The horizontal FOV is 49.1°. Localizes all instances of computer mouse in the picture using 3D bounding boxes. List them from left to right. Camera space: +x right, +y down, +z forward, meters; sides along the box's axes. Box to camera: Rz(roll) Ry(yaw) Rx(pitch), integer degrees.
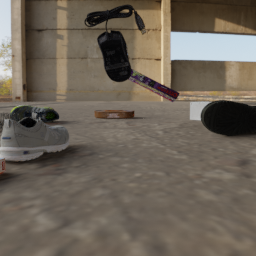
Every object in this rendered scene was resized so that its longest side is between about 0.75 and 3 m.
[{"bbox_3d":[-0.162,-2.662,8.762,1.669,2.376,0.547,-14,34,15],"label":"computer mouse"}]

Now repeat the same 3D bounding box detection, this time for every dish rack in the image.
[{"bbox_3d":[-5.293,-0.317,11.513,1.978,0.704,2.579,8,10,43],"label":"dish rack"}]

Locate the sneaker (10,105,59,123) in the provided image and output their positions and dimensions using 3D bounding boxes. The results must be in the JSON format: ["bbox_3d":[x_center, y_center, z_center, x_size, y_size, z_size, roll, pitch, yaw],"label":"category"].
[{"bbox_3d":[-4.464,-0.658,13.629,2.445,0.903,0.989,-9,14,-43],"label":"sneaker"}]

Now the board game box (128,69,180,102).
[{"bbox_3d":[1.006,-2.042,13.123,2.822,0.456,1.694,27,7,3],"label":"board game box"}]

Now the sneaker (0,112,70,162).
[{"bbox_3d":[-2.108,0.106,6.811,0.907,0.996,2.428,1,7,11],"label":"sneaker"}]

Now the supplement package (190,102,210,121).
[{"bbox_3d":[4.230,-0.920,15.114,1.267,0.974,1.325,7,10,43],"label":"supplement package"}]

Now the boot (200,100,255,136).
[{"bbox_3d":[3.581,-0.473,10.593,3.147,1.184,2.353,5,9,-22],"label":"boot"}]

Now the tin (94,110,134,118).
[{"bbox_3d":[-0.799,-0.824,16.558,2.384,0.499,1.335,0,3,3],"label":"tin"}]

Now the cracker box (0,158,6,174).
[{"bbox_3d":[-2.659,0.726,4.737,0.658,0.284,0.983,1,8,11],"label":"cracker box"}]
